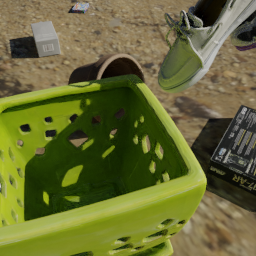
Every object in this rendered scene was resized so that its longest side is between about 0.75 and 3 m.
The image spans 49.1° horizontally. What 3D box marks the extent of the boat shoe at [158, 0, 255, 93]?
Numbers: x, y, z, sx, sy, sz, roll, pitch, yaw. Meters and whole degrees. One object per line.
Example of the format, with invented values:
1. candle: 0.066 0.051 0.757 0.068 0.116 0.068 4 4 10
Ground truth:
1. boat shoe: 1.075 -1.581 4.371 1.043 2.447 0.904 8 46 -41

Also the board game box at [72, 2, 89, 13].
1. board game box: -2.105 -5.342 12.441 0.552 0.140 0.815 5 45 5

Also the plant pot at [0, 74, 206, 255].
1. plant pot: -0.651 0.955 4.509 2.646 2.401 2.633 -12 42 -12

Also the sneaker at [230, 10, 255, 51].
1. sneaker: 3.439 -2.414 6.115 2.392 0.998 0.965 -17 77 21

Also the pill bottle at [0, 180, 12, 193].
1. pill bottle: -2.823 1.187 5.344 1.718 1.027 1.027 27 51 24

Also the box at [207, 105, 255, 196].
1. box: 3.050 0.512 6.383 1.752 0.476 2.187 24 50 22

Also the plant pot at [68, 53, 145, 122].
1. plant pot: -0.704 -1.032 7.238 1.569 1.799 1.799 15 45 38

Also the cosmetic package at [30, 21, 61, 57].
1. cosmetic package: -2.944 -3.195 9.974 0.793 0.670 1.485 -13 44 -13
